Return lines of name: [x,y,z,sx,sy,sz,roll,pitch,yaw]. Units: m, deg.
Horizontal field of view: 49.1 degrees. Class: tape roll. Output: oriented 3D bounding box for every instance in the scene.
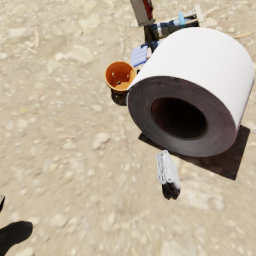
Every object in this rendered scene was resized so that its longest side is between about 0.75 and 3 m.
tape roll: [1.551,-0.819,6.959,2.695,2.695,1.851,23,57,16]

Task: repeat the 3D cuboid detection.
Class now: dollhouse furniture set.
dollhouse furniture set: [1.280,-3.246,8.395,1.939,2.751,1.928,-12,54,14]

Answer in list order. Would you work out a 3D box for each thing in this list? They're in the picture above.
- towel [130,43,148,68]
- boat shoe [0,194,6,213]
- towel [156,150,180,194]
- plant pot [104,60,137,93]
towel: [0.341,-2.216,8.618,0.596,0.098,0.824,-17,52,33]
boat shoe: [-3.001,1.981,5.751,0.546,1.605,0.577,20,12,-10]
towel: [0.938,1.071,6.783,0.376,0.728,0.879,-20,51,17]
plant pot: [-0.244,-1.463,8.506,0.955,0.668,0.955,1,76,-5]
